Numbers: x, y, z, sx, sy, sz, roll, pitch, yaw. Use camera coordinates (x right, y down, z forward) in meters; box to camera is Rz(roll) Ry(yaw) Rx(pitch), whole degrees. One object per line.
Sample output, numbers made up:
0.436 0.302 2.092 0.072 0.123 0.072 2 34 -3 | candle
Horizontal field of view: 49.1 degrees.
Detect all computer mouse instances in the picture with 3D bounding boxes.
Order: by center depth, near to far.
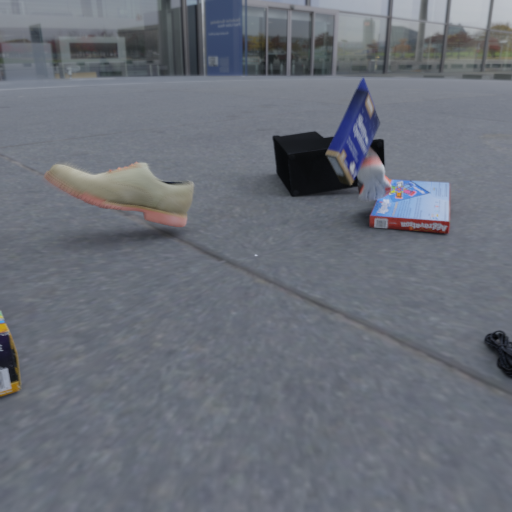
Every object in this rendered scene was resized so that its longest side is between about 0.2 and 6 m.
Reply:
3.672 1.142 6.935 1.412 0.372 0.978 2 22 4 | computer mouse

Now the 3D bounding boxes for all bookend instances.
1.800 -2.553 14.595 2.378 1.102 2.393 -10 24 -5 | bookend

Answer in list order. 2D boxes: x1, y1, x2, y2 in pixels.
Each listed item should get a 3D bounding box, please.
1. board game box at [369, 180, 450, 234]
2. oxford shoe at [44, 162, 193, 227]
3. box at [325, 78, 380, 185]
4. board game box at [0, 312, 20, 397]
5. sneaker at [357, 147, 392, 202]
3.548 -1.185 12.667 1.590 0.300 3.089 7 23 17 | board game box
-2.558 -1.392 10.760 2.786 1.028 0.986 14 14 -26 | oxford shoe
1.874 -2.311 10.410 0.278 1.716 1.039 18 -13 31 | box
-4.609 1.070 6.461 3.085 0.875 2.550 -13 27 -30 | board game box
2.422 -1.745 11.780 0.709 0.753 1.840 -13 -21 7 | sneaker
